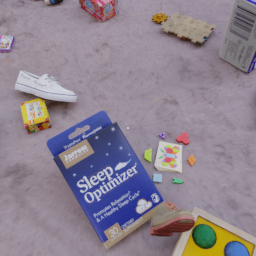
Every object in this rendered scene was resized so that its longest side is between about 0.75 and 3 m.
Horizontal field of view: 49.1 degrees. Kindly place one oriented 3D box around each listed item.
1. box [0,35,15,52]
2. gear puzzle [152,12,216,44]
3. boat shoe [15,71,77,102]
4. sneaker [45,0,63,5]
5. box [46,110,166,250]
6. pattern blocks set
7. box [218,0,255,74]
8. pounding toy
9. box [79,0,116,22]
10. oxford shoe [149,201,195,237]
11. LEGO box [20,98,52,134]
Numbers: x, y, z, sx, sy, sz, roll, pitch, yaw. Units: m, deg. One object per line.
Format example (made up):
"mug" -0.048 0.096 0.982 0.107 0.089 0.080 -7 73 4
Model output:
"box" -4.834 -3.304 10.982 0.581 0.166 0.848 0 55 0
"gear puzzle" 2.109 -4.142 11.520 2.690 0.352 1.393 29 61 22
"boat shoe" -2.680 -1.379 9.078 2.206 0.811 0.737 13 100 10
"sneaker" -3.305 -6.383 12.851 0.953 0.658 1.714 -7 59 2
"box" -0.553 1.133 6.852 1.789 0.479 2.954 -31 85 -15
"pattern blocks set" 1.204 0.825 8.069 1.468 0.135 1.671 -2 55 -1
"box" 4.795 -3.717 9.862 2.668 2.453 1.400 -35 60 -22
"pounding toy" 2.043 3.284 5.687 2.545 1.164 2.236 25 58 17
"box" -1.358 -5.406 12.087 0.827 0.792 1.658 -35 62 -22
"oxford shoe" 0.829 1.818 5.777 0.627 1.781 0.666 11 62 -12
"LEGO box" -2.890 -0.402 8.782 0.750 0.388 1.007 -16 56 -11
